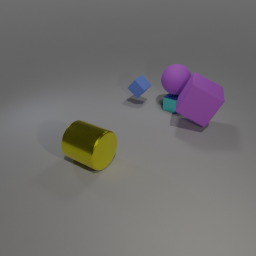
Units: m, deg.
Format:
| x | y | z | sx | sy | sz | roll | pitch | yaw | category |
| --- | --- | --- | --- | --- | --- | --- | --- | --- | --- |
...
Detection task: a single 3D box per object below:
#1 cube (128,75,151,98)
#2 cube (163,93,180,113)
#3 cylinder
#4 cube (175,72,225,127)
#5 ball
| x | y | z | sx | sy | sz | roll | pitch | yaw | category |
| --- | --- | --- | --- | --- | --- | --- | --- | --- | --- |
| 0.556 | -2.003 | 13.507 | 0.700 | 0.700 | 0.700 | 47 | 46 | -1 | cube |
| 2.131 | -1.207 | 13.309 | 0.700 | 0.700 | 0.700 | 20 | 36 | 29 | cube |
| -1.319 | 0.573 | 9.665 | 1.400 | 1.400 | 1.400 | 19 | 36 | 28 | cylinder |
| 2.933 | -1.178 | 11.475 | 1.400 | 1.400 | 1.400 | 28 | 34 | -2 | cube |
| 2.243 | -2.243 | 12.968 | 1.400 | 1.400 | 1.400 | 0 | 31 | 0 | ball |
